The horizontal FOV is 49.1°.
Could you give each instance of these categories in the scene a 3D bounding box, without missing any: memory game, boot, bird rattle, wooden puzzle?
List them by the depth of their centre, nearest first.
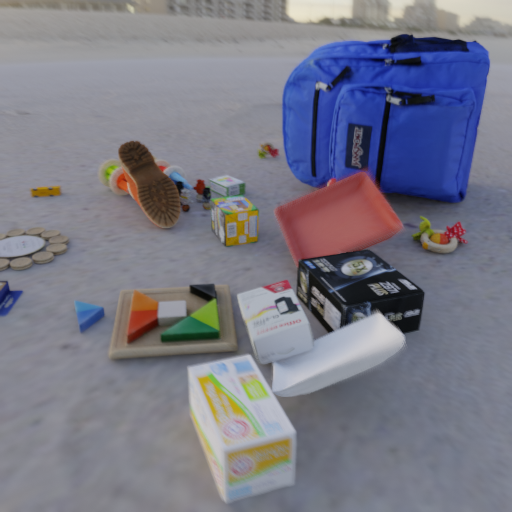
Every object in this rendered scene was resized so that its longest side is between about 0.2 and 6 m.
[{"bbox_3d":[-1.304,0.956,9.138,3.320,0.388,2.240,-6,26,-12],"label":"wooden puzzle"},{"bbox_3d":[-5.008,-0.157,11.805,2.082,0.133,2.082,0,26,0],"label":"memory game"},{"bbox_3d":[3.923,-0.338,11.950,1.155,0.651,0.942,17,39,5],"label":"bird rattle"},{"bbox_3d":[-2.528,-1.479,13.552,0.932,1.332,2.484,-21,63,-19],"label":"boot"},{"bbox_3d":[0.384,-3.462,18.411,0.711,0.580,0.401,-9,43,2],"label":"bird rattle"}]

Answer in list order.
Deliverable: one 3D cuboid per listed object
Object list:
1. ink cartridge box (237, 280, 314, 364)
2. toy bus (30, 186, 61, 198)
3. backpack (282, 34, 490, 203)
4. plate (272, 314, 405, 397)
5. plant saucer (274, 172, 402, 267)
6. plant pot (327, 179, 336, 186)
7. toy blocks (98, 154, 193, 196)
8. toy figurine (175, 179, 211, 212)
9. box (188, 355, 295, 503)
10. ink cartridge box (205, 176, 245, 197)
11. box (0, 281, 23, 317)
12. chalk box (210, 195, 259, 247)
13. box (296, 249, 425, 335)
[{"bbox_3d":[0.277,0.967,8.430,0.867,0.492,1.189,-16,32,-5],"label":"ink cartridge box"},{"bbox_3d":[-5.649,-1.736,15.039,0.741,0.241,0.290,-4,25,-9],"label":"toy bus"},{"bbox_3d":[3.103,-3.584,14.459,4.997,4.061,4.193,10,27,16],"label":"backpack"},{"bbox_3d":[1.040,1.336,7.393,1.709,0.277,1.713,-23,2,3],"label":"plate"},{"bbox_3d":[1.594,-0.650,11.267,2.112,0.388,2.108,-22,40,3],"label":"plant saucer"},{"bbox_3d":[2.056,-1.178,12.701,1.026,1.126,1.126,8,26,3],"label":"plant pot"},{"bbox_3d":[-2.911,-2.029,14.994,1.881,0.819,2.257,-18,31,-34],"label":"toy blocks"},{"bbox_3d":[-1.600,-1.492,14.161,0.893,0.621,0.879,-9,32,-22],"label":"toy figurine"},{"bbox_3d":[-0.211,1.951,6.545,0.852,0.768,1.515,-9,27,-18],"label":"box"},{"bbox_3d":[-0.884,-1.935,15.341,0.608,0.347,1.171,-18,31,-34],"label":"ink cartridge box"},{"bbox_3d":[-4.989,0.745,9.757,1.548,0.251,0.938,0,25,-3],"label":"box"},{"bbox_3d":[-0.534,-0.845,12.479,0.799,0.803,1.291,-9,28,-19],"label":"chalk box"},{"bbox_3d":[1.670,0.639,9.356,1.444,0.759,1.763,-8,26,-17],"label":"box"}]
